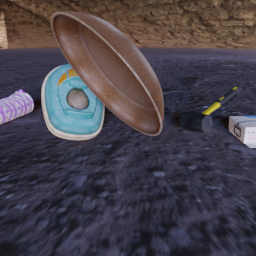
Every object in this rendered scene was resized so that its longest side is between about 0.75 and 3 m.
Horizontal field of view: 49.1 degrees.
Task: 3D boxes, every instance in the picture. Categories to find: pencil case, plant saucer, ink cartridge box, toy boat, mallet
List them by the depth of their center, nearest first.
[{"bbox_3d":[-0.242,-0.902,4.590,0.452,2.469,2.469,-44,34,-12],"label":"plant saucer"},{"bbox_3d":[3.136,0.063,7.054,0.740,0.433,1.275,-2,18,-2],"label":"ink cartridge box"},{"bbox_3d":[-0.836,-0.799,7.327,2.724,1.266,2.290,2,59,-26],"label":"toy boat"},{"bbox_3d":[2.456,-0.577,7.546,2.373,0.488,0.781,-30,27,-24],"label":"mallet"},{"bbox_3d":[-3.650,-0.611,8.427,0.797,0.812,1.899,-10,15,20],"label":"pencil case"}]
